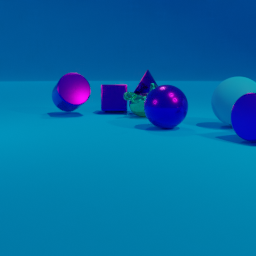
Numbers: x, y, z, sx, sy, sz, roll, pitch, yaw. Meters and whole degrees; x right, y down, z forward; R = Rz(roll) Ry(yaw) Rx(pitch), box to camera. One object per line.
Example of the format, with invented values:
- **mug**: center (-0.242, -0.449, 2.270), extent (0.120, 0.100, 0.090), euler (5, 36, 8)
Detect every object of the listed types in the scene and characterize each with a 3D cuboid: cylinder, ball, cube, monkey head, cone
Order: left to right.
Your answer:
- **cylinder**: center (-2.125, -1.298, 10.398), extent (1.204, 1.204, 1.204), euler (-5, -6, -25)
- **cube**: center (-0.522, -1.163, 11.097), extent (0.996, 0.996, 0.996), euler (0, 1, 1)
- **monkey head**: center (0.565, -0.988, 9.898), extent (0.976, 1.166, 1.620), euler (3, -17, 33)
- **cone**: center (0.963, -1.301, 10.679), extent (1.347, 1.342, 1.342), euler (32, 10, -3)
- **ball**: center (1.048, -0.587, 7.743), extent (1.215, 1.215, 1.215), euler (0, 10, 0)
- **ball**: center (3.056, -0.742, 7.864), extent (1.379, 1.379, 1.379), euler (0, 10, 0)
- **cylinder**: center (3.043, -0.248, 6.211), extent (1.044, 1.044, 1.044), euler (-2, 10, -27)
